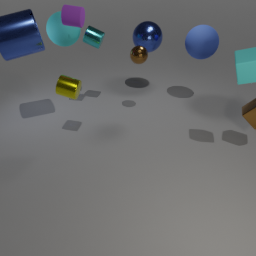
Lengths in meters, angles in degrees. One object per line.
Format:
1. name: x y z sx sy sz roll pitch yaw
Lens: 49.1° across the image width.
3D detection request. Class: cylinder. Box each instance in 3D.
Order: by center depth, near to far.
1. cylinder: -3.718 -3.142 9.492 1.400 1.400 1.400 -20 35 -11
2. cylinder: -2.035 -1.399 9.622 0.700 0.700 0.700 17 32 -1
3. cylinder: -1.968 -4.023 10.081 0.700 0.700 0.700 9 32 2
4. cylinder: -1.380 -3.673 11.349 0.700 0.700 0.700 24 32 -6

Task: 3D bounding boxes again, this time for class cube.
1. cube: 3.366 -1.728 7.765 0.700 0.700 0.700 -6 43 23
2. cube: 4.372 -0.516 9.487 0.700 0.700 0.700 46 34 -8

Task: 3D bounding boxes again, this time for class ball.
1. ball: 0.423 -2.815 10.787 0.700 0.700 0.700 0 31 0
2. ball: -2.694 -4.139 11.730 1.400 1.400 1.400 0 31 0
3. ball: 3.124 -3.621 11.846 1.400 1.400 1.400 0 31 0
4. ball: 0.906 -4.223 13.008 1.400 1.400 1.400 0 31 0
